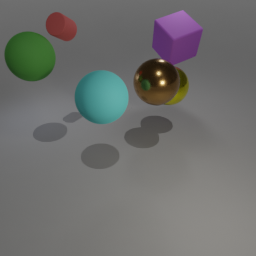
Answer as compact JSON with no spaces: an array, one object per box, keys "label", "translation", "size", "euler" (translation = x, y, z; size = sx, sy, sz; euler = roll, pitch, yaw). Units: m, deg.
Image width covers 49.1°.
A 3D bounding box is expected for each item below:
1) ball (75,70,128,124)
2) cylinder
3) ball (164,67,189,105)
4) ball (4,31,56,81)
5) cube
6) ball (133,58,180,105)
[{"label":"ball","translation":[-0.688,-0.798,7.330],"size":[1.400,1.400,1.400],"euler":[0,30,0]},{"label":"cylinder","translation":[-2.038,-3.096,8.606],"size":[0.700,0.700,0.700],"euler":[11,7,18]},{"label":"ball","translation":[1.476,-1.518,10.038],"size":[1.400,1.400,1.400],"euler":[0,30,0]},{"label":"ball","translation":[-2.819,-2.059,8.116],"size":[1.400,1.400,1.400],"euler":[0,30,0]},{"label":"cube","translation":[1.968,-3.655,11.455],"size":[1.400,1.400,1.400],"euler":[-24,60,-15]},{"label":"ball","translation":[0.859,-1.385,8.460],"size":[1.400,1.400,1.400],"euler":[0,30,0]}]
